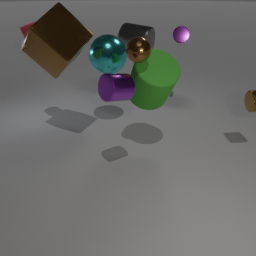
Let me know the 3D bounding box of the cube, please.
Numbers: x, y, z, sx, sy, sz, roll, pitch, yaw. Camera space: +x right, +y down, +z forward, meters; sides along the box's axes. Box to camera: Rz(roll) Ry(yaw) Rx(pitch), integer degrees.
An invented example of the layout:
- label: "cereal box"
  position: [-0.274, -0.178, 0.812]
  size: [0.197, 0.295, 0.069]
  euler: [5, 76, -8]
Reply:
- label: "cube"
  position: [-2.225, -2.695, 8.805]
  size: [1.400, 1.400, 1.400]
  euler: [-24, 29, 58]

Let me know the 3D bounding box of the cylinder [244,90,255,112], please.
- label: "cylinder"
  position: [4.255, -0.883, 9.050]
  size: [0.700, 0.700, 0.700]
  euler: [-5, 28, -2]

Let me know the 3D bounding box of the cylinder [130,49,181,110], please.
- label: "cylinder"
  position: [0.752, -1.491, 8.777]
  size: [1.400, 1.400, 1.400]
  euler: [5, 63, -10]

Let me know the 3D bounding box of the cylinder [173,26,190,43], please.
- label: "cylinder"
  position: [2.272, -3.994, 11.988]
  size: [0.700, 0.700, 0.700]
  euler: [4, 19, 8]

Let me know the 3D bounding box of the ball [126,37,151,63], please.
- label: "ball"
  position: [0.289, -2.138, 7.682]
  size: [0.700, 0.700, 0.700]
  euler: [0, 28, 0]

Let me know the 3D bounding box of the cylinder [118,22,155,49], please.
- label: "cylinder"
  position: [0.410, -4.197, 13.361]
  size: [1.400, 1.400, 1.400]
  euler: [17, 32, 19]

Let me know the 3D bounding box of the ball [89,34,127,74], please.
- label: "ball"
  position: [-0.723, -2.663, 10.163]
  size: [1.400, 1.400, 1.400]
  euler: [0, 28, 0]

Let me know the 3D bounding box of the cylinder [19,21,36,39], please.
- label: "cylinder"
  position: [-3.220, -3.196, 9.559]
  size: [0.700, 0.700, 0.700]
  euler: [-16, 27, 8]

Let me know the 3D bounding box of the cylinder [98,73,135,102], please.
- label: "cylinder"
  position: [-0.294, -1.031, 7.114]
  size: [0.700, 0.700, 0.700]
  euler: [-9, 27, -39]
